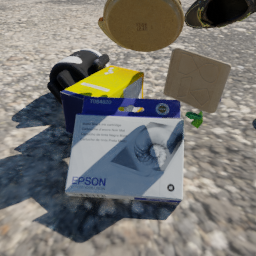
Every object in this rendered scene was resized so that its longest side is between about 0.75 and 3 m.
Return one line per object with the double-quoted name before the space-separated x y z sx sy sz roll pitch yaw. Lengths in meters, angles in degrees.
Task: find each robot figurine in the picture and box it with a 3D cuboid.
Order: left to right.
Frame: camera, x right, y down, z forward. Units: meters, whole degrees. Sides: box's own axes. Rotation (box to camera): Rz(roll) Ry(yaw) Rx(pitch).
"robot figurine" -1.708 -1.810 10.019 1.992 1.654 2.651 11 34 15

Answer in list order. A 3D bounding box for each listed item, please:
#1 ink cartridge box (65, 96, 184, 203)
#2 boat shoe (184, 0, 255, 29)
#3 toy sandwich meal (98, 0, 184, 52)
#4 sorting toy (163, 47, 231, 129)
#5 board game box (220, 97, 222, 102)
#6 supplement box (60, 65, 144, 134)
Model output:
"ink cartridge box" 0.001 0.331 6.512 2.582 0.525 2.587 2 68 4
"boat shoe" 2.461 -3.306 7.801 0.845 1.000 2.805 -35 21 -22
"toy sandwich meal" 0.339 -2.659 6.775 2.128 2.128 0.729 5 61 7
"sorting toy" 1.384 -0.789 6.024 1.223 1.655 0.244 24 38 21
"board game box" 2.842 -1.085 10.242 0.914 0.205 0.614 -12 35 -18
"supplement box" -0.685 -0.843 8.772 1.387 1.378 2.532 19 37 26
